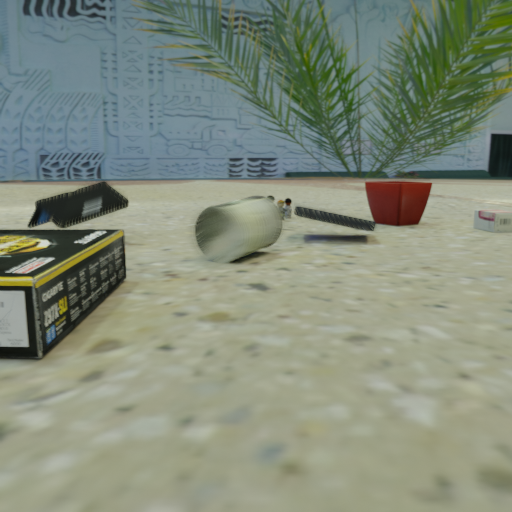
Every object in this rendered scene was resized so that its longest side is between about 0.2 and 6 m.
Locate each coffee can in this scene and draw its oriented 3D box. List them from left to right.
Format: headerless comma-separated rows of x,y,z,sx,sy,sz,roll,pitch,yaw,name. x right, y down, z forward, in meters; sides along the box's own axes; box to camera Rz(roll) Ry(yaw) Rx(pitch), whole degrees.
-0.281,-0.489,9.810,0.990,0.990,1.353,5,14,28,coffee can

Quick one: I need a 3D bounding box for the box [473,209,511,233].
5.738,-0.852,13.502,0.564,0.481,0.882,-2,10,-11,box

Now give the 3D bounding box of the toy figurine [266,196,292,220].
0.544,-1.381,16.048,0.923,0.652,0.937,5,11,28,toy figurine

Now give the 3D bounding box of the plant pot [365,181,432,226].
3.710,-1.381,14.697,1.268,1.119,1.270,-7,12,-35,plant pot

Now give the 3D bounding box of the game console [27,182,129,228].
-3.571,-0.831,11.260,1.381,0.914,1.570,35,43,29,game console

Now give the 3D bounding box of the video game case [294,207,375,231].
1.675,-0.786,12.017,1.651,0.211,1.492,12,5,7,video game case

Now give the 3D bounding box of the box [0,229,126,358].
-3.134,0.257,6.326,2.622,0.810,3.284,-1,10,1,box
